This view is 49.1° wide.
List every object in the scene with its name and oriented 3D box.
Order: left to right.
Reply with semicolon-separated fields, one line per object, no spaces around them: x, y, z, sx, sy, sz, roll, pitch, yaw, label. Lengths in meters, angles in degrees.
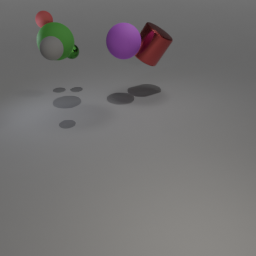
-3.453;-4.462;11.546;0.700;0.700;0.700;0;29;0;ball
-2.296;-2.392;8.418;0.700;0.700;0.700;0;29;0;ball
-2.763;-3.307;10.730;1.400;1.400;1.400;0;29;0;ball
-2.616;-3.557;12.995;0.700;0.700;0.700;0;29;0;ball
-0.176;-3.460;11.188;1.400;1.400;1.400;0;29;0;ball
1.052;-3.744;12.567;1.400;1.400;1.400;26;31;-17;cylinder
